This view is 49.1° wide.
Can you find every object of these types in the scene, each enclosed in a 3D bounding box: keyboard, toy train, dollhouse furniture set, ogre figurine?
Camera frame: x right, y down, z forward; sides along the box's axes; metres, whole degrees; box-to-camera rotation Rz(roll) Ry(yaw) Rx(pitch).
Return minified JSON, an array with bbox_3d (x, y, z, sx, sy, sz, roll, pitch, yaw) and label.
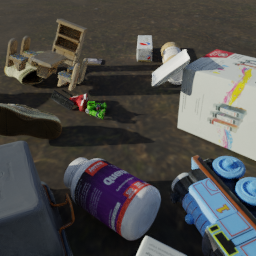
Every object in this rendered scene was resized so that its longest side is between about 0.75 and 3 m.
[{"bbox_3d":[-2.243,-1.048,9.766,0.885,0.562,0.091,31,12,7],"label":"keyboard"},{"bbox_3d":[1.937,1.653,5.351,1.630,1.237,2.853,-16,37,-13],"label":"toy train"},{"bbox_3d":[-2.865,-3.194,11.383,2.674,1.894,2.911,21,26,1],"label":"dollhouse furniture set"},{"bbox_3d":[-1.062,-0.642,9.406,0.621,0.509,1.037,13,46,-2],"label":"ogre figurine"}]

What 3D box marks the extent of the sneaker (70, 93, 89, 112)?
[{"bbox_3d":[-1.754,-0.829,9.862,0.647,0.439,1.120,-10,25,5],"label":"sneaker"}]

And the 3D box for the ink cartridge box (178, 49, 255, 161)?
[{"bbox_3d":[3.268,-0.750,8.104,2.905,2.101,2.111,26,41,33],"label":"ink cartridge box"}]

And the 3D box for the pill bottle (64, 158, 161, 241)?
[{"bbox_3d":[-0.395,1.351,5.830,1.986,1.117,1.117,24,40,31],"label":"pill bottle"}]

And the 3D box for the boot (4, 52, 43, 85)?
[{"bbox_3d":[-3.990,-2.566,12.055,2.119,0.764,1.639,-34,45,-32],"label":"boot"}]

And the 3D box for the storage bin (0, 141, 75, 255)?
[{"bbox_3d":[-1.981,1.459,5.193,1.809,1.670,2.486,-14,37,-20],"label":"storage bin"}]

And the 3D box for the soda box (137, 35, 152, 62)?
[{"bbox_3d":[0.856,-4.111,14.421,0.758,0.709,2.227,2,34,3],"label":"soda box"}]

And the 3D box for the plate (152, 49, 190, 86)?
[{"bbox_3d":[1.239,-1.707,8.073,1.246,0.201,1.243,-35,19,20],"label":"plate"}]

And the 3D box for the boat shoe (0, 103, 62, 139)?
[{"bbox_3d":[-3.174,-0.278,8.163,2.445,0.882,0.794,11,23,-23],"label":"boat shoe"}]

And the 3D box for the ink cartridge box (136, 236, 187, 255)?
[{"bbox_3d":[0.441,2.730,3.675,1.458,0.826,1.990,23,43,11],"label":"ink cartridge box"}]

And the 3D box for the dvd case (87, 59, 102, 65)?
[{"bbox_3d":[-1.740,-3.246,13.695,0.914,0.073,0.680,1,34,2],"label":"dvd case"}]

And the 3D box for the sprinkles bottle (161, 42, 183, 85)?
[{"bbox_3d":[2.048,-2.933,12.400,0.979,0.979,2.868,1,34,1],"label":"sprinkles bottle"}]
